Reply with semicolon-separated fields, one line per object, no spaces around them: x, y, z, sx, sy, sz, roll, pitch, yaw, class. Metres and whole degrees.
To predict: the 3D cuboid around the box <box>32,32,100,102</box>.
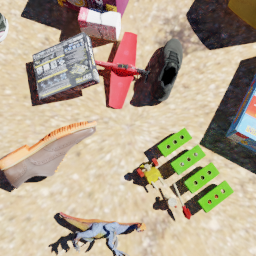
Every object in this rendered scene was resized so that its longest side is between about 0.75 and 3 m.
-1.745;-1.653;7.743;1.748;0.429;1.409;-18;76;17;box

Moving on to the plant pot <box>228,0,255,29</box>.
3.938;-4.053;7.947;1.607;1.822;1.822;27;79;15;plant pot

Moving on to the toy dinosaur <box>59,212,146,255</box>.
-0.515;2.453;6.921;1.751;1.013;1.929;-21;66;-24;toy dinosaur

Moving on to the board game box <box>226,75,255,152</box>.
4.677;-0.403;7.523;2.990;0.836;2.928;29;79;6;board game box

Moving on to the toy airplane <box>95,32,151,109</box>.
-0.496;-1.796;7.973;2.341;0.431;2.341;-1;83;5;toy airplane

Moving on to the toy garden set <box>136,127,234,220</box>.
1.410;1.323;7.381;1.736;0.415;2.082;-34;80;-9;toy garden set

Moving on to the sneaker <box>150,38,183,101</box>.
1.191;-1.712;7.758;0.733;0.876;1.930;15;73;-4;sneaker

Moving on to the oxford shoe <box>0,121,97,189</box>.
-1.960;0.643;7.379;2.718;0.969;0.991;-26;101;-3;oxford shoe

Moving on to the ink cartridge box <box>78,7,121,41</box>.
-0.804;-3.006;8.118;1.113;0.815;0.460;12;78;3;ink cartridge box

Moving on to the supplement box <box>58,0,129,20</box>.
-1.059;-4.060;8.101;2.040;1.335;1.053;20;80;5;supplement box

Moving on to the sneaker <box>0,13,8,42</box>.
-4.045;-2.718;8.117;0.654;0.703;1.628;15;77;2;sneaker
